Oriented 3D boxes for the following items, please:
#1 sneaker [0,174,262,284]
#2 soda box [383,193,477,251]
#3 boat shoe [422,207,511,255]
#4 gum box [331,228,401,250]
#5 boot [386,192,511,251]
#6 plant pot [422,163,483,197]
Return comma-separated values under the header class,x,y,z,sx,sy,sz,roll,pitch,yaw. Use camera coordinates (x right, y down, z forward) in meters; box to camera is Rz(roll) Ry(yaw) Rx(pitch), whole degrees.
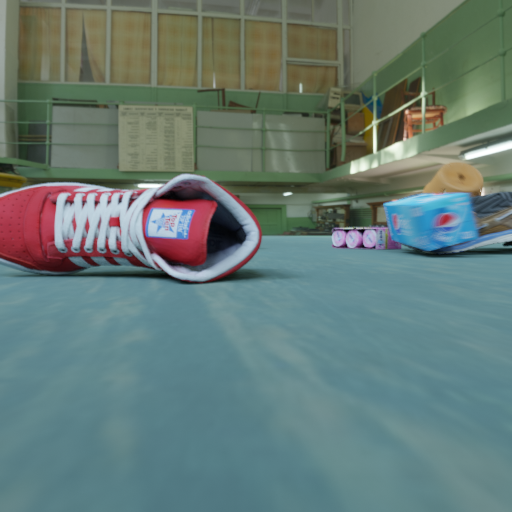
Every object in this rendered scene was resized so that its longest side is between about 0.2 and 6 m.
class,x,y,z,sx,sy,sz,roll,pitch,yaw
sneaker,-1.334,-0.265,5.429,2.846,1.014,1.601,1,-1,-15
soda box,3.260,-0.707,10.818,0.895,0.847,2.640,-14,6,1
boat shoe,4.239,-0.522,11.073,1.984,0.718,0.717,-13,5,9
gum box,2.840,-0.458,14.638,0.949,0.553,1.673,-2,3,-35
boot,5.545,-0.791,13.465,3.310,1.318,4.016,4,5,42
plant pot,4.841,-1.561,13.604,1.474,1.474,1.032,0,-40,-3
